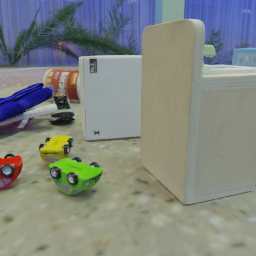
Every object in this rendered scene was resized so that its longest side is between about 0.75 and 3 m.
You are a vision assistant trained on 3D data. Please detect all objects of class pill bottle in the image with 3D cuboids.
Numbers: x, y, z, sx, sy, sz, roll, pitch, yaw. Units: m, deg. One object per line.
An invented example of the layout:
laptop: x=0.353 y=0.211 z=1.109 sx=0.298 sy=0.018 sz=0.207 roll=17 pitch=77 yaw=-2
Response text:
pill bottle: x=-2.639 y=-2.115 z=13.968 sx=2.815 sy=1.579 sz=1.579 roll=4 pitch=16 yaw=16

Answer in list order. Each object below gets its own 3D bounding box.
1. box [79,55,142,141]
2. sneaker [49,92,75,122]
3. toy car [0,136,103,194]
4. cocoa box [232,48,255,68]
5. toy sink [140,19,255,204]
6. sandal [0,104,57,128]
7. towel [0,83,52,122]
box: x=-0.245 y=-0.996 z=8.541 sx=2.372 sy=2.359 sz=1.550 roll=-3 pitch=16 yaw=-12
sneaker: x=-2.534 y=-0.781 z=10.457 sx=0.878 sy=0.942 sz=2.377 roll=-4 pitch=17 yaw=-20
toy car: x=-1.492 y=0.826 z=5.470 sx=2.342 sy=0.555 sz=2.489 roll=12 pitch=20 yaw=34
cocoa box: x=4.276 y=-1.107 z=8.522 sx=1.696 sy=2.585 sz=1.724 roll=-7 pitch=17 yaw=-24
toy sink: x=1.369 y=-0.430 z=5.414 sx=1.672 sy=2.984 sz=1.945 roll=-6 pitch=16 yaw=-20
sandal: x=-3.349 y=-0.267 z=9.239 sx=2.303 sy=0.566 sz=0.937 roll=-12 pitch=14 yaw=22
towel: x=-4.092 y=-0.727 z=9.265 sx=2.141 sy=0.718 sz=2.900 roll=-13 pitch=16 yaw=23
